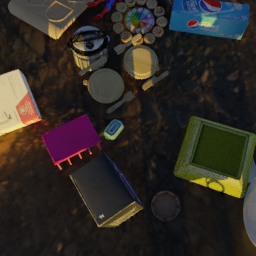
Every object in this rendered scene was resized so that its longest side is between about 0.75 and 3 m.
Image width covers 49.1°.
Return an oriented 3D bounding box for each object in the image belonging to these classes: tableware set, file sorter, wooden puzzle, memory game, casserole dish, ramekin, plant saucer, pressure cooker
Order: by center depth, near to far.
[{"bbox_3d":[4.056,2.242,7.430,0.971,2.085,2.085,12,67,-7],"label":"ramekin"},{"bbox_3d":[1.115,2.303,8.318,0.848,0.146,0.848,-1,74,3],"label":"plant saucer"},{"bbox_3d":[-1.694,0.480,8.703,1.484,0.931,1.031,-27,69,-12],"label":"file sorter"},{"bbox_3d":[2.798,0.751,8.737,2.218,0.532,2.222,18,68,11],"label":"plant saucer"},{"bbox_3d":[-0.481,0.024,9.322,0.477,0.153,0.788,34,72,13],"label":"casserole dish"},{"bbox_3d":[-0.177,-1.850,9.799,2.738,0.549,1.810,-35,88,-12],"label":"tableware set"},{"bbox_3d":[-1.334,-2.847,9.835,1.290,1.444,1.270,31,70,13],"label":"pressure cooker"},{"bbox_3d":[0.438,-4.213,10.902,2.206,0.141,2.206,0,78,-2],"label":"memory game"},{"bbox_3d":[-2.888,-5.066,11.251,2.659,0.665,2.871,32,75,13],"label":"wooden puzzle"}]

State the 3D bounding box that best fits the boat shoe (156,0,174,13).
[{"bbox_3d":[1.177,-5.527,11.411,0.758,0.776,2.051,-37,78,-22],"label":"boat shoe"}]

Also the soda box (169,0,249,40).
[{"bbox_3d":[3.046,-4.202,10.673,2.797,0.949,0.897,9,67,4],"label":"soda box"}]

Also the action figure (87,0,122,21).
[{"bbox_3d":[-0.669,-5.284,11.153,0.689,0.872,2.667,6,48,40],"label":"action figure"}]

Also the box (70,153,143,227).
[{"bbox_3d":[-0.474,1.704,7.361,1.031,1.977,1.463,-33,70,-4],"label":"box"}]

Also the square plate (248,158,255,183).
[{"bbox_3d":[3.572,1.315,8.785,0.884,0.126,0.876,-7,68,-3],"label":"square plate"}]

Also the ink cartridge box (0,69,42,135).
[{"bbox_3d":[-4.176,-0.638,8.889,2.297,0.951,1.683,-22,93,-10],"label":"ink cartridge box"}]
